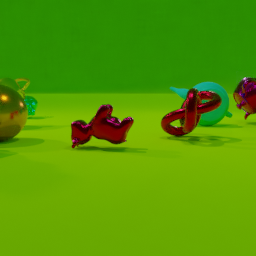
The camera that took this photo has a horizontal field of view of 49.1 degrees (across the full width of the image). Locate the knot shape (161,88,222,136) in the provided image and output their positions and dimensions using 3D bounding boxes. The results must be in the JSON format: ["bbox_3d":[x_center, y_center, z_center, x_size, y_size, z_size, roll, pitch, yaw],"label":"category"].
[{"bbox_3d":[1.150,-0.248,5.409,1.255,0.580,1.174,-31,-15,-51],"label":"knot shape"}]

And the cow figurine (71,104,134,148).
[{"bbox_3d":[-0.454,0.059,4.527,0.919,0.905,0.505,31,11,6],"label":"cow figurine"}]

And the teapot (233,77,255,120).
[{"bbox_3d":[3.437,-0.810,7.893,1.087,0.856,1.749,53,2,38],"label":"teapot"}]

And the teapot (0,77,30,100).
[{"bbox_3d":[-3.058,-0.692,7.068,0.791,1.616,1.005,28,-25,6],"label":"teapot"}]

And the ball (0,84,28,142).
[{"bbox_3d":[-2.401,-0.275,5.137,1.061,1.061,1.061,0,8,0],"label":"ball"}]

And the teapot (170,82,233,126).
[{"bbox_3d":[2.012,-0.683,7.541,1.866,1.160,0.914,24,8,-8],"label":"teapot"}]

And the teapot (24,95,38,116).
[{"bbox_3d":[-3.604,-0.719,9.616,1.486,0.728,0.924,20,23,39],"label":"teapot"}]
